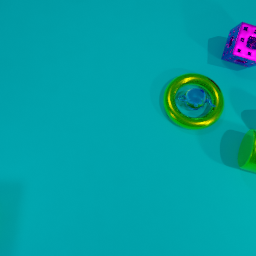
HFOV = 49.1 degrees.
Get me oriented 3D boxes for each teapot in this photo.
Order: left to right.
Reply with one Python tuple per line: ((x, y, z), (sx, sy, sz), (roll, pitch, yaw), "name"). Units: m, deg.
((1.979, -0.792, 8.091), (1.081, 0.672, 0.529), (8, 44, 1), "teapot")

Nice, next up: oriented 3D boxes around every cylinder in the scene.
((3.648, 0.685, 7.400), (1.101, 1.101, 1.101), (16, 73, 5), "cylinder")

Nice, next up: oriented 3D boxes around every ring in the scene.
((1.938, -0.807, 8.268), (1.806, 0.361, 1.806), (0, 72, 0), "ring")

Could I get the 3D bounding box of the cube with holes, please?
((3.490, -2.426, 8.296), (0.935, 0.935, 0.935), (16, 95, -2), "cube with holes")
